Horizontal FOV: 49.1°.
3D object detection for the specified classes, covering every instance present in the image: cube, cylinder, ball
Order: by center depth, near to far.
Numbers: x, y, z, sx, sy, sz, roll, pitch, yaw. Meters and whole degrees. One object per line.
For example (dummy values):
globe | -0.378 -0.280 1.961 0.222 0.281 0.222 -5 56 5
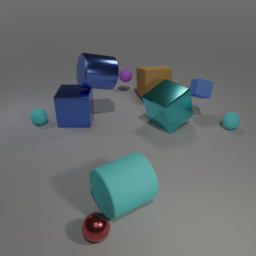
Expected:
ball | -0.781 2.419 6.860 0.700 0.700 0.700 0 30 0
cylinder | -0.128 1.536 7.641 1.400 1.400 1.400 -20 36 -27
cube | 1.654 -0.922 11.528 1.400 1.400 1.400 -37 43 -19
ball | 4.250 -0.304 11.530 0.700 0.700 0.700 0 30 0
cylinder | -1.280 -2.326 11.587 1.400 1.400 1.400 1 28 -26
ball | -3.764 -0.494 11.835 0.700 0.700 0.700 0 30 0
cube | -2.250 -0.962 11.956 1.400 1.400 1.400 0 30 1
cube | 3.111 -1.680 11.974 0.700 0.700 0.700 13 -1 -16
cube | 1.291 -2.318 13.961 1.400 1.400 1.400 -7 17 -14
ball | -0.121 -2.741 14.630 0.700 0.700 0.700 0 30 0
